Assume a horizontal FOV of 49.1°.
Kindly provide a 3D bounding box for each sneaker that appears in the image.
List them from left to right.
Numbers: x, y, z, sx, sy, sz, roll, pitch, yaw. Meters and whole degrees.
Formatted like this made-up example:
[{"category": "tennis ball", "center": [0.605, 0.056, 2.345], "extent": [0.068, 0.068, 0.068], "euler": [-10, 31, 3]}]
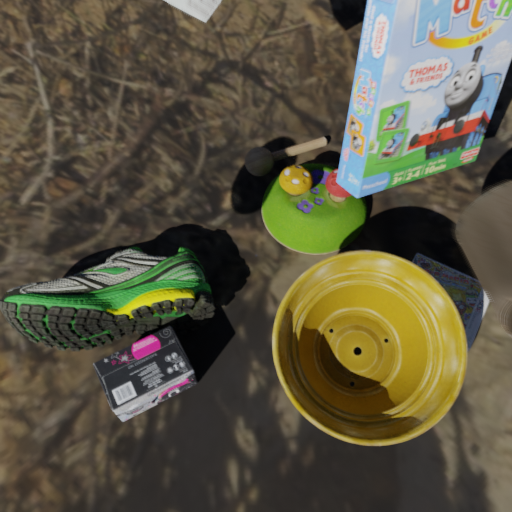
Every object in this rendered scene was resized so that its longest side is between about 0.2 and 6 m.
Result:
[{"category": "sneaker", "center": [-2.293, 0.609, 8.721], "extent": [3.142, 1.226, 1.339], "euler": [-5, 52, -13]}]

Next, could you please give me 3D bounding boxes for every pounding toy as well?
[{"category": "pounding toy", "center": [0.936, -1.308, 9.737], "extent": [1.866, 1.122, 2.418], "euler": [-18, 62, -11]}]

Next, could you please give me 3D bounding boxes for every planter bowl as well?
[{"category": "planter bowl", "center": [1.539, 1.323, 8.073], "extent": [2.633, 1.097, 2.633], "euler": [0, 75, 0]}]

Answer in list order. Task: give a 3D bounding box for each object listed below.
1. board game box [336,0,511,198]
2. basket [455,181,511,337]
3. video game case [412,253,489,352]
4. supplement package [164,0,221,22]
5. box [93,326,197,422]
[{"category": "board game box", "center": [2.357, -2.450, 7.379], "extent": [2.370, 3.133, 0.573], "euler": [-19, 45, -23]}, {"category": "basket", "center": [3.460, 0.080, 6.994], "extent": [1.670, 1.259, 1.852], "euler": [-27, 32, 28]}, {"category": "video game case", "center": [3.012, 0.720, 9.105], "extent": [1.365, 0.156, 1.242], "euler": [26, 63, 15]}, {"category": "supplement package", "center": [-0.757, -4.067, 7.375], "extent": [0.887, 1.206, 1.153], "euler": [15, 53, -35]}, {"category": "box", "center": [-1.592, 1.738, 8.190], "extent": [1.232, 0.707, 0.814], "euler": [-26, 64, -13]}]
